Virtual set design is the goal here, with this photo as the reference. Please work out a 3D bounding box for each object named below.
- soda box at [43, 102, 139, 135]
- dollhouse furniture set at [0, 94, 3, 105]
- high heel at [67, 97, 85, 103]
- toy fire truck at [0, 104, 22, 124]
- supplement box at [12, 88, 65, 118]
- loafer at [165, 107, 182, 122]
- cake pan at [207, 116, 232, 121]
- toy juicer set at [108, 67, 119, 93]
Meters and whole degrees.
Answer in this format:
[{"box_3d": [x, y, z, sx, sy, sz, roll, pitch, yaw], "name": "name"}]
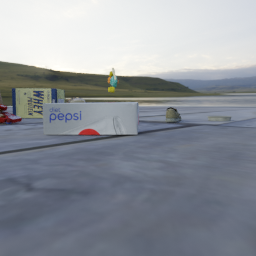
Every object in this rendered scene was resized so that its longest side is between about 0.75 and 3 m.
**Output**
[{"box_3d": [-0.820, -0.225, 6.465, 2.141, 0.731, 0.679, 0, 5, 3], "name": "soda box"}, {"box_3d": [-6.416, -0.474, 10.103, 2.850, 2.442, 2.997, -2, 40, -9], "name": "dollhouse furniture set"}, {"box_3d": [-2.770, -1.016, 13.604, 1.677, 0.840, 2.352, 9, -8, 22], "name": "high heel"}, {"box_3d": [-4.222, -0.386, 9.476, 0.888, 0.593, 1.057, 19, 9, 7], "name": "toy fire truck"}, {"box_3d": [-4.173, -1.187, 13.359, 1.992, 1.338, 1.990, 0, 5, -2], "name": "supplement box"}, {"box_3d": [1.739, -0.524, 10.619, 0.583, 0.540, 1.550, 1, 6, 13], "name": "loafer"}, {"box_3d": [3.610, -0.382, 11.064, 0.961, 0.176, 0.961, 0, 6, 0], "name": "cake pan"}, {"box_3d": [-0.376, -1.374, 7.753, 0.230, 0.538, 0.846, -1, -19, -16], "name": "toy juicer set"}]
